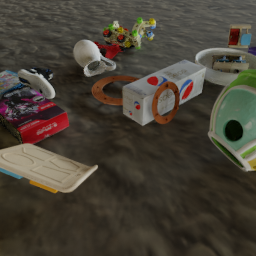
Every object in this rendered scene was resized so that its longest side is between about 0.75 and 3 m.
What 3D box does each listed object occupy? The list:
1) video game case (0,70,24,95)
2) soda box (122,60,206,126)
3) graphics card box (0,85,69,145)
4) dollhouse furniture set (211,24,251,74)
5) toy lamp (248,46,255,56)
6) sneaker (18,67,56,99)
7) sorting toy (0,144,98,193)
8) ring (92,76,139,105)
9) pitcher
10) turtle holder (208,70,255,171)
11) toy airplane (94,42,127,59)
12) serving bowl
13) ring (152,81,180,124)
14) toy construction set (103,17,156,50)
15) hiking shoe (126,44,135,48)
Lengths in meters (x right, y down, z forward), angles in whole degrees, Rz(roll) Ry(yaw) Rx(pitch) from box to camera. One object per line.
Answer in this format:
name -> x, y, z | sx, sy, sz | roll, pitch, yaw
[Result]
video game case -> -4.347, -1.441, 9.461 | 1.259, 0.157, 1.759 | 19, 40, 23
soda box -> 1.127, -1.143, 8.414 | 2.746, 0.935, 0.874 | -28, 45, -32
graphics card box -> -2.813, -0.412, 7.776 | 1.352, 0.548, 2.154 | -30, 45, -33
dollhouse furniture set -> 3.439, -2.558, 9.390 | 1.103, 1.574, 1.110 | 5, 30, 13
toy lamp -> 5.700, -2.971, 11.244 | 1.673, 0.487, 0.487 | 14, 39, 20
sneaker -> -2.734, -1.603, 9.285 | 1.766, 0.645, 0.988 | 31, 39, 27
sorting toy -> -1.685, 0.771, 5.525 | 1.885, 0.344, 1.744 | 16, 5, 5
ring -> -0.229, -1.223, 9.167 | 1.908, 0.183, 1.908 | 0, 38, 0
pitcher -> -1.275, -2.624, 10.511 | 1.335, 0.943, 1.556 | -6, 46, -30
turtle holder -> 3.085, 0.088, 6.126 | 1.963, 2.101, 2.765 | -43, 79, 2
toy airplane -> -0.888, -3.430, 11.974 | 1.724, 0.317, 1.724 | 0, 35, 0
serving bowl -> 3.423, -2.055, 9.798 | 2.226, 0.732, 2.226 | 1, 37, 0
ring -> 1.070, -0.676, 7.605 | 1.177, 1.177, 0.113 | -30, 34, -34
toy construction set -> -0.129, -4.229, 12.318 | 2.503, 1.153, 1.641 | 20, 67, 39
hiking shoe -> 0.269, -3.790, 12.486 | 0.488, 0.367, 0.970 | 32, 55, 22
